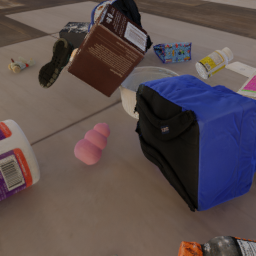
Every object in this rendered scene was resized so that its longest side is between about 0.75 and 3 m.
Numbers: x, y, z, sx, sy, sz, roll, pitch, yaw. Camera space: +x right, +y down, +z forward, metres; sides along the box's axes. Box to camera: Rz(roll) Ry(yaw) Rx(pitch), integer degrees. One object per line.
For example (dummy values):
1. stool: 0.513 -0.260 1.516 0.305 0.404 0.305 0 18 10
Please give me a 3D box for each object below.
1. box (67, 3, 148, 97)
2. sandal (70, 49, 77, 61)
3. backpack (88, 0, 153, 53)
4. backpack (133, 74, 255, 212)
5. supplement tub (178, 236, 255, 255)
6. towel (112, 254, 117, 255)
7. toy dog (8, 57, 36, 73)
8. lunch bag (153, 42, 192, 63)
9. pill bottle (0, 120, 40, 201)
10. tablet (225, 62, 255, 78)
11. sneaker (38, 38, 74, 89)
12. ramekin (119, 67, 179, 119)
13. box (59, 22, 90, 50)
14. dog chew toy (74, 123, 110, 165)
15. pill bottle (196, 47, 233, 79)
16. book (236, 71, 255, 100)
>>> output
1. box: -0.584 -2.306 8.458 1.544 1.880 1.560 30 39 -20
2. sandal: -1.827 -3.140 12.445 0.931 0.696 2.429 -24 42 -30
3. backpack: -0.441 -4.227 12.258 2.157 2.667 2.800 8 35 29
4. backpack: 1.585 0.075 6.672 2.509 2.429 2.989 -12 26 -22
5. supplement tub: 2.071 2.491 3.831 2.782 1.704 1.704 6 36 9
6. towel: -0.426 2.702 4.854 0.860 0.154 0.893 -15 38 -19
7. toy dog: -4.644 -2.855 12.151 0.797 0.582 1.208 12 38 16
8. lunch bag: 2.042 -3.693 13.308 1.346 0.841 1.788 -8 25 -9
9. pill bottle: -3.535 1.063 5.863 2.915 1.624 1.624 -26 43 -30
10. tablet: 5.047 -2.529 12.123 0.938 0.098 1.441 -23 41 -28
11. sneaker: -2.179 -1.949 8.749 0.633 1.680 0.666 36 13 11
12. ramekin: 0.733 -1.130 9.342 2.080 1.092 2.080 0 36 0
13. box: -2.270 -4.649 14.259 1.933 1.006 1.760 3 37 5
14. dog chew toy: -0.871 0.368 7.261 0.714 0.714 1.147 27 79 32
15. pill bottle: 3.259 -2.461 10.524 1.277 0.715 0.715 -33 41 0
16. book: 5.208 -1.377 10.059 1.902 0.684 2.847 23 41 30
